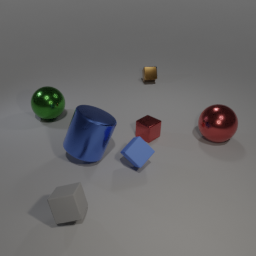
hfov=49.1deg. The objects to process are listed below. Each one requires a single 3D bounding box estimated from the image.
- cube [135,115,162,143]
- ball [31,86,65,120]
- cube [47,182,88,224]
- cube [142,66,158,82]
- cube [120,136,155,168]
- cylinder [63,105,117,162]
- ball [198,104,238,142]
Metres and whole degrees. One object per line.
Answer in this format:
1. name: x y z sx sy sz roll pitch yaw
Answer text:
1. cube: 0.770 0.023 10.627 0.700 0.700 0.700 26 39 36
2. ball: -3.344 -1.045 11.749 1.400 1.400 1.400 0 30 0
3. cube: -1.506 1.892 7.104 0.700 0.700 0.700 -13 13 8
4. cube: 1.196 -2.958 15.471 0.700 0.700 0.700 -4 -2 -6
5. cube: 0.291 0.762 8.907 0.700 0.700 0.700 -47 7 -12
6. cylinder: -1.255 0.159 9.194 1.400 1.400 1.400 21 20 -8
7. ball: 3.287 -0.172 10.256 1.400 1.400 1.400 0 30 0
